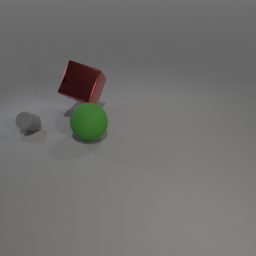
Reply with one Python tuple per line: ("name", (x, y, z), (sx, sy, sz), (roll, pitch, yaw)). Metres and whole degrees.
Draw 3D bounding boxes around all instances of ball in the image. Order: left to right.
("ball", (-1.443, -0.233, 10.389), (1.400, 1.400, 1.400), (0, 29, 0))

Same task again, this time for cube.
("cube", (-1.871, -1.805, 11.733), (1.400, 1.400, 1.400), (19, -1, 6))

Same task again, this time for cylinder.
("cylinder", (-3.887, -0.255, 10.931), (0.700, 0.700, 0.700), (6, -5, 12))
